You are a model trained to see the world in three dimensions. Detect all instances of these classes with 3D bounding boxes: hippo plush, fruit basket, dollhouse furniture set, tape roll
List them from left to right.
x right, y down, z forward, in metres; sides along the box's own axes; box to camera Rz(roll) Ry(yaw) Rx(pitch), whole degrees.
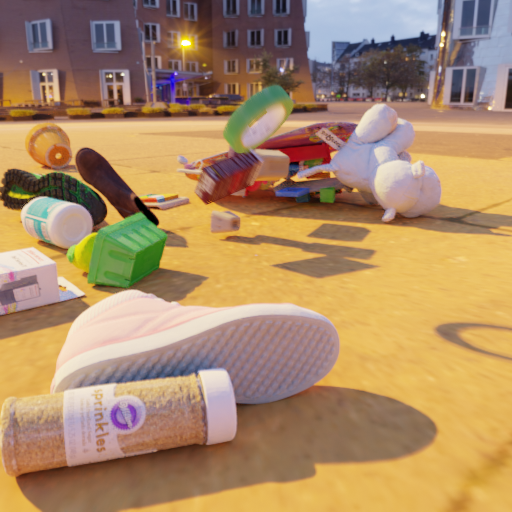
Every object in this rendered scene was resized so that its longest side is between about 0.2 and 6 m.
[{"bbox_3d":[-2.098,-0.101,8.066,1.344,0.969,1.344,16,21,-6],"label":"fruit basket"},{"bbox_3d":[-0.488,-1.424,10.998,1.526,1.703,2.150,11,13,32],"label":"dollhouse furniture set"},{"bbox_3d":[0.027,-1.664,6.885,0.224,0.933,0.933,51,34,10],"label":"tape roll"},{"bbox_3d":[2.833,-1.928,11.757,2.709,2.158,2.178,13,18,-37],"label":"hippo plush"}]

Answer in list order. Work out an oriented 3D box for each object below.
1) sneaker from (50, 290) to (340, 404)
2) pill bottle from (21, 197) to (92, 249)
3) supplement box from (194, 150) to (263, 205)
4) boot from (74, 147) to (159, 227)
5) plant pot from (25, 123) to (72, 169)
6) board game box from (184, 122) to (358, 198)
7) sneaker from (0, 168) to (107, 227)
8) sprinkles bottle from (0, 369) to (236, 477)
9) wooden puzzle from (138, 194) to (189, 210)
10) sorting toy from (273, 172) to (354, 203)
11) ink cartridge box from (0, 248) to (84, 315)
[{"bbox_3d":[-0.556,0.723,5.054,2.422,0.912,1.266,-8,23,-13],"label":"sneaker"},{"bbox_3d":[-3.552,-0.608,9.794,1.396,0.774,0.774,15,22,40],"label":"pill bottle"},{"bbox_3d":[-0.443,-1.283,9.078,1.073,0.584,0.327,-29,69,-37],"label":"supplement box"},{"bbox_3d":[-2.545,-1.273,10.377,0.607,1.677,1.395,-47,40,-18],"label":"boot"},{"bbox_3d":[-6.970,-3.642,19.164,1.465,1.465,1.341,-12,35,-34],"label":"plant pot"},{"bbox_3d":[0.531,-2.069,13.666,4.403,0.857,3.479,-14,-3,18],"label":"board game box"},{"bbox_3d":[-3.926,-1.210,11.324,2.769,1.080,1.180,20,12,33],"label":"sneaker"},{"bbox_3d":[-0.975,1.206,4.117,1.614,0.551,0.551,-5,17,-15],"label":"sprinkles bottle"},{"bbox_3d":[-2.343,-1.325,13.178,1.190,0.222,1.101,10,19,29],"label":"wooden puzzle"},{"bbox_3d":[1.504,-1.613,13.623,1.838,0.445,3.264,0,16,18],"label":"sorting toy"},{"bbox_3d":[-3.130,0.316,7.074,1.645,0.554,0.964,-13,21,-37],"label":"ink cartridge box"}]
